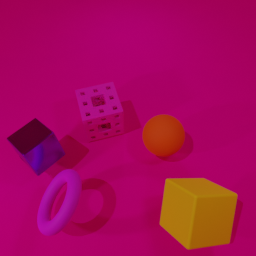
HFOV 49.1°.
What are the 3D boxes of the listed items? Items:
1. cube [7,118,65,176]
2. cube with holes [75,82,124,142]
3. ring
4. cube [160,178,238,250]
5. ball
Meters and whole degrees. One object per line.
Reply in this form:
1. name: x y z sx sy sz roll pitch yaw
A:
1. cube: -2.234 0.455 6.873 0.864 0.864 0.864 -41 51 -23
2. cube with holes: -0.771 -0.436 7.821 1.071 1.071 1.071 -14 57 -8
3. ring: -1.507 1.592 6.110 0.294 1.469 1.469 32 54 -29
4. cube: 1.481 1.774 6.039 1.100 1.100 1.100 4 97 -25
5. ball: 0.920 0.193 7.259 1.089 1.089 1.089 0 58 0
